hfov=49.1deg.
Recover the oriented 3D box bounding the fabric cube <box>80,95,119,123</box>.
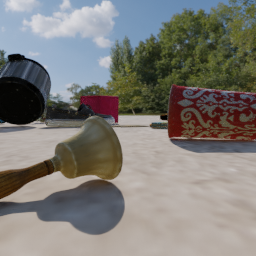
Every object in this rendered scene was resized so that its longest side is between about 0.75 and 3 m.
[{"bbox_3d":[-1.201,-0.780,11.816,1.157,1.179,1.175,4,5,36],"label":"fabric cube"}]

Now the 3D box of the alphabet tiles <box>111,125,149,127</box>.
[{"bbox_3d":[-0.047,-0.069,9.097,1.149,0.043,0.961,-1,3,-24],"label":"alphabet tiles"}]

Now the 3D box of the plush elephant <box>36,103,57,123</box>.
[{"bbox_3d":[-3.768,-0.608,12.663,0.834,1.078,0.888,-23,-21,26],"label":"plush elephant"}]

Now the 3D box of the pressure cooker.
[{"bbox_3d":[-3.599,-1.337,9.592,1.888,1.859,2.114,29,32,-24],"label":"pressure cooker"}]

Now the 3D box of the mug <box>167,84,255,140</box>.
[{"bbox_3d":[1.426,-0.248,4.739,1.370,0.914,1.216,4,6,15],"label":"mug"}]

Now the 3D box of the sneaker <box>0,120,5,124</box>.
[{"bbox_3d":[-5.921,-0.550,10.213,1.200,1.072,2.929,-4,-10,36],"label":"sneaker"}]

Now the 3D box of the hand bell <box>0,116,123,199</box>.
[{"bbox_3d":[-0.470,0.222,1.536,0.814,0.424,0.424,-17,14,-39],"label":"hand bell"}]

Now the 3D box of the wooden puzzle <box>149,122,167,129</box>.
[{"bbox_3d":[1.640,-0.088,8.145,2.466,0.173,1.462,2,4,33],"label":"wooden puzzle"}]

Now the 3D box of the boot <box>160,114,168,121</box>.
[{"bbox_3d":[2.547,-0.455,11.771,2.797,0.958,2.633,-10,15,-28],"label":"boot"}]

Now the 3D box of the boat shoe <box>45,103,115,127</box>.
[{"bbox_3d":[-1.537,-0.440,9.200,2.303,0.763,0.805,-1,3,-20],"label":"boat shoe"}]
